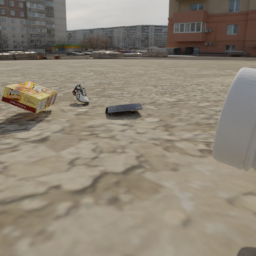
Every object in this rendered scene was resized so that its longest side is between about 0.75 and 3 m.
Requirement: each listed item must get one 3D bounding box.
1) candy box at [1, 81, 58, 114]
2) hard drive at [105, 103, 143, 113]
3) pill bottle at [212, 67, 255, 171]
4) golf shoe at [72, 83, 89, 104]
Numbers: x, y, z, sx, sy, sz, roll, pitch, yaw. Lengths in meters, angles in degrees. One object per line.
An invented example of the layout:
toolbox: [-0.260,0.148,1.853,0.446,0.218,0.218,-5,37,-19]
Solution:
candy box: [-2.962,-0.983,8.654,1.042,0.499,1.805,22,13,-3]
hard drive: [-0.152,-0.622,8.891,1.105,0.234,0.745,-7,3,-11]
pill bottle: [2.356,0.230,2.886,2.632,1.574,1.574,19,23,27]
golf shoe: [-1.731,-1.263,10.427,0.407,0.465,1.056,9,28,-47]
